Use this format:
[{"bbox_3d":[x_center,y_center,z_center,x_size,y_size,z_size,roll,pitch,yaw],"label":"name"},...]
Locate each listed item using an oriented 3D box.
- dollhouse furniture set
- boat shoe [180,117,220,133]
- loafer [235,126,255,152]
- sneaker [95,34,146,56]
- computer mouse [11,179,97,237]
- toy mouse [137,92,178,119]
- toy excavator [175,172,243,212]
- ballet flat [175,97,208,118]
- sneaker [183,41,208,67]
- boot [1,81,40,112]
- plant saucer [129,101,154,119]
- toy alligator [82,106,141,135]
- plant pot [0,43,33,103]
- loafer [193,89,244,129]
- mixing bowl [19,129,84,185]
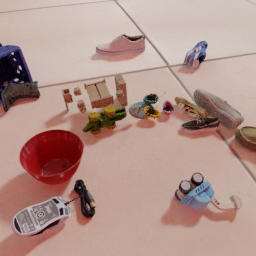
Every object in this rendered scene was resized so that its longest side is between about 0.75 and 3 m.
[{"bbox_3d":[-1.336,-1.172,12.157,2.706,1.198,1.402,-16,45,-11],"label":"dollhouse furniture set"},{"bbox_3d":[2.950,-0.197,11.512,1.646,0.524,0.582,-6,44,-6],"label":"boat shoe"},{"bbox_3d":[5.557,0.412,10.536,2.878,0.971,1.094,14,45,14],"label":"loafer"},{"bbox_3d":[-0.426,-4.875,16.095,2.959,1.048,1.081,-9,44,-10],"label":"sneaker"},{"bbox_3d":[-2.263,2.579,8.598,2.509,0.550,1.376,-19,51,-27],"label":"computer mouse"},{"bbox_3d":[1.337,-0.984,12.328,1.958,0.379,1.740,21,49,7],"label":"toy mouse"},{"bbox_3d":[2.540,2.219,8.887,1.585,0.814,1.630,-26,62,-23],"label":"toy excavator"},{"bbox_3d":[2.646,-0.853,12.231,1.687,0.596,0.596,30,51,28],"label":"ballet flat"},{"bbox_3d":[3.921,-4.024,15.429,0.909,0.817,2.211,30,57,23],"label":"sneaker"},{"bbox_3d":[-4.868,-1.516,12.845,1.614,0.642,1.853,1,57,-17],"label":"boot"},{"bbox_3d":[0.632,-0.878,12.463,1.190,0.229,1.190,0,44,0],"label":"plant saucer"},{"bbox_3d":[-0.718,-0.471,11.472,2.682,0.889,0.644,-20,42,-24],"label":"toy alligator"},{"bbox_3d":[-6.056,-2.698,13.093,1.886,2.097,2.097,26,51,31],"label":"plant pot"},{"bbox_3d":[3.856,-0.892,12.081,0.865,0.867,2.480,-23,56,-29],"label":"loafer"},{"bbox_3d":[-2.518,1.161,9.627,2.097,1.136,2.097,0,42,0],"label":"mixing bowl"}]
